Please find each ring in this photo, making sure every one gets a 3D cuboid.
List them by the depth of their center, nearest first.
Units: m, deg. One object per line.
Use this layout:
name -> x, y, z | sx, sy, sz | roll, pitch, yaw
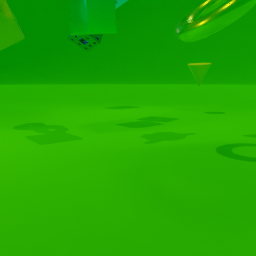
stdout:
ring -> 1.354, -1.783, 4.207 | 1.388, 0.278, 1.388 | -33, 21, 15

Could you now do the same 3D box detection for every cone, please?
cone -> 2.744, -2.024, 10.778 | 0.870, 0.873, 0.870 | -3, 16, 1

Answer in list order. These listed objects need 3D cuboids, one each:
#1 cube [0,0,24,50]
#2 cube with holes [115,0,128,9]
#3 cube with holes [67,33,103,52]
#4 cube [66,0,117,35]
cube -> -2.787, -2.038, 5.452 | 0.914, 0.914, 0.914 | -39, 43, -27
cube with holes -> -0.656, -3.956, 7.907 | 0.950, 0.950, 0.950 | 9, 43, 28
cube with holes -> -1.783, -4.199, 12.186 | 1.065, 1.065, 1.065 | 28, -23, -31
cube -> -0.932, -2.893, 7.221 | 0.907, 0.907, 0.907 | -18, 23, -38
